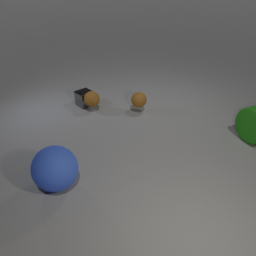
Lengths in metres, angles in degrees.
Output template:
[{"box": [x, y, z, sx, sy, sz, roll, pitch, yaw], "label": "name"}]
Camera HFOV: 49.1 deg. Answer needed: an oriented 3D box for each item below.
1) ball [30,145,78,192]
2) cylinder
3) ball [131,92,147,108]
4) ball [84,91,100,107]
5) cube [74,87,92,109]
[{"box": [-2.205, 1.222, 8.445, 1.400, 1.400, 1.400, 0, 33, 0], "label": "ball"}, {"box": [5.107, -0.208, 10.659, 1.400, 1.400, 1.400, -13, 35, -20], "label": "cylinder"}, {"box": [0.489, -1.262, 12.542, 0.700, 0.700, 0.700, 0, 33, 0], "label": "ball"}, {"box": [-1.617, -1.298, 12.550, 0.700, 0.700, 0.700, 0, 33, 0], "label": "ball"}, {"box": [-2.047, -1.406, 13.197, 0.700, 0.700, 0.700, -25, 39, -33], "label": "cube"}]
